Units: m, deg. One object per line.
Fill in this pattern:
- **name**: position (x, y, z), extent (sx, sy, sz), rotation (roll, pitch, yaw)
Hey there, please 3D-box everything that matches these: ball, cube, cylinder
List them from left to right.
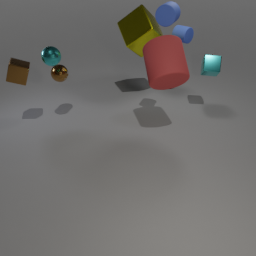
- **cube**: position (-4.063, -2.088, 10.368), extent (0.700, 0.700, 0.700), rotation (11, 29, -22)
- **ball**: position (-2.756, -2.576, 10.059), extent (0.700, 0.700, 0.700), rotation (0, 31, 0)
- **ball**: position (-2.753, -2.202, 11.275), extent (0.700, 0.700, 0.700), rotation (0, 31, 0)
- **cube**: position (0.613, -4.319, 12.617), extent (1.400, 1.400, 1.400), rotation (-29, -21, 25)
- **cylinder**: position (1.303, -2.230, 9.697), extent (1.400, 1.400, 1.400), rotation (-7, 75, -11)
- **cylinder**: position (1.353, -3.848, 9.454), extent (0.700, 0.700, 0.700), rotation (12, 34, 19)
- **cylinder**: position (2.453, -4.196, 12.542), extent (0.700, 0.700, 0.700), rotation (-26, 40, -36)
- **cube**: position (3.528, -2.652, 11.939), extent (0.700, 0.700, 0.700), rotation (6, -5, 5)
